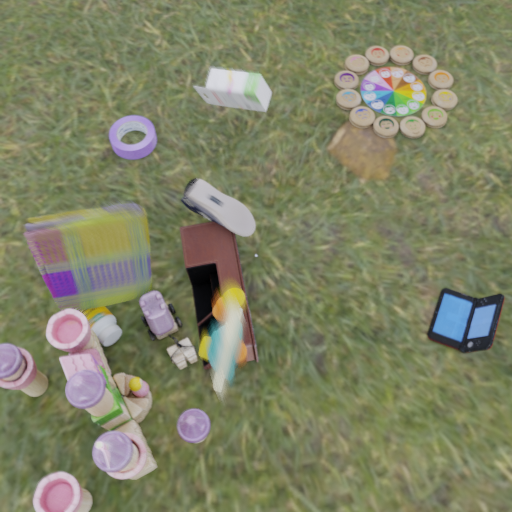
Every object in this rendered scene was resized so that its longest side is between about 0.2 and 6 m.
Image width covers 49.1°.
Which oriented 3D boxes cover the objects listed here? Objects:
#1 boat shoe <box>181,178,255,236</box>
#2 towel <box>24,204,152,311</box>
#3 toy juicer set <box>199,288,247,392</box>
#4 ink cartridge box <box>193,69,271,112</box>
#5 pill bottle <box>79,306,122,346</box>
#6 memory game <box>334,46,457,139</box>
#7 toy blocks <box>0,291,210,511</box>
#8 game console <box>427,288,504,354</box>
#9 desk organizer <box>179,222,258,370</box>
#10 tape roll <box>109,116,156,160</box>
[{"bbox_3d":[-0.723,-0.856,10.453,1.490,0.691,0.556,39,70,-13],"label":"boat shoe"},{"bbox_3d":[-2.622,0.085,9.238,1.780,2.479,0.282,-12,56,-13],"label":"towel"},{"bbox_3d":[-0.351,1.197,8.572,0.578,2.126,1.352,18,90,-11],"label":"toy juicer set"},{"bbox_3d":[-0.472,-3.340,11.241,1.363,0.798,0.459,13,83,20],"label":"ink cartridge box"},{"bbox_3d":[-2.945,1.189,10.314,0.559,0.559,0.991,-41,68,-19],"label":"pill bottle"},{"bbox_3d":[3.272,-3.921,13.193,2.918,0.186,2.918,0,63,0],"label":"memory game"},{"bbox_3d":[-2.354,2.024,8.730,3.131,2.636,2.926,-26,65,-13],"label":"toy blocks"},{"bbox_3d":[3.867,1.125,10.325,0.688,0.999,1.159,33,65,-13],"label":"game console"},{"bbox_3d":[-0.705,0.672,10.397,1.018,0.948,2.644,-11,63,-2],"label":"desk organizer"},{"bbox_3d":[-2.735,-2.635,12.449,0.992,0.325,0.992,0,62,0],"label":"tape roll"}]
